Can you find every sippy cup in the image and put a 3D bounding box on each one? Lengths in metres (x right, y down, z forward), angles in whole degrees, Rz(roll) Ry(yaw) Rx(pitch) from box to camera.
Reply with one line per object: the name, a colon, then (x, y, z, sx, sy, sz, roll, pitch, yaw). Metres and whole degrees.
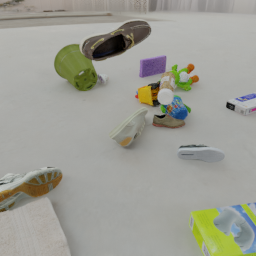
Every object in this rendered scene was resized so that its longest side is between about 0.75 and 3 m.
sippy cup: (1.965, -0.735, 11.358, 1.174, 0.922, 0.860, -29, 44, -1)

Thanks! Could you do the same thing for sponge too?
sponge: (1.460, -3.597, 16.319, 1.839, 1.026, 0.274, -18, 34, -30)

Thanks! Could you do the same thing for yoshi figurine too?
yoshi figurine: (2.641, -2.558, 14.219, 2.381, 1.333, 1.338, -23, 43, -31)

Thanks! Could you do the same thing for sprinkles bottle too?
sprinkles bottle: (1.260, -1.310, 9.056, 0.487, 0.487, 1.427, 5, 37, 9)

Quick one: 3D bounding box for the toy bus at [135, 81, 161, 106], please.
toy bus: (1.051, -1.624, 12.988, 1.363, 0.963, 1.419, 5, 22, 43)

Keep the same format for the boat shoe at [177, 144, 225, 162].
boat shoe: (2.316, 0.719, 8.945, 1.469, 0.530, 0.521, 5, 33, 12)

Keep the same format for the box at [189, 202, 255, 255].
box: (2.565, 2.303, 6.110, 2.116, 0.504, 1.290, -6, 30, -9)

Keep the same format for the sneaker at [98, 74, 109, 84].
sneaker: (-1.289, -2.737, 15.348, 0.596, 0.448, 1.196, -7, 30, -13)

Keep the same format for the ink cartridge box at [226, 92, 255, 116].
ink cartridge box: (5.532, -1.134, 12.488, 2.193, 0.407, 1.039, -18, 33, -26)

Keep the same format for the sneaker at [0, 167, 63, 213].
sneaker: (-2.817, 1.423, 7.404, 2.106, 0.796, 0.923, -19, 34, -32)

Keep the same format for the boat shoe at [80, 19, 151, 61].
boat shoe: (-0.227, -2.418, 7.797, 2.186, 0.785, 0.651, -23, 47, -19)

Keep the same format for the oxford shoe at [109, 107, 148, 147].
oxford shoe: (0.171, -0.051, 10.185, 0.799, 1.041, 2.768, 47, 28, -1)

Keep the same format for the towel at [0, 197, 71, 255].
towel: (-2.179, 2.495, 5.813, 1.683, 0.438, 2.539, -14, 31, -25)

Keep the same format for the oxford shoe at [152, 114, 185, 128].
oxford shoe: (1.593, -0.294, 10.854, 1.277, 0.477, 0.450, 1, 29, 2)

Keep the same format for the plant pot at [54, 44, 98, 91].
plant pot: (-2.500, -2.939, 14.472, 2.109, 2.109, 2.003, -14, 44, -24)
